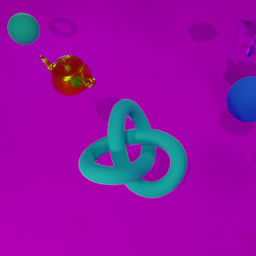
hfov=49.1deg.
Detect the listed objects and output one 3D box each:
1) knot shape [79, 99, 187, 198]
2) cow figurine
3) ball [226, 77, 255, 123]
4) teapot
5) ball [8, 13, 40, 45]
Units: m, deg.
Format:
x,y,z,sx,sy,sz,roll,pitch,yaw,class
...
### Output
x,y,z,sx,sy,sz,roll,pitch,yaw,class
0.100,0.311,5.353,1.959,0.905,1.833,8,60,-14,knot shape
3.460,-2.437,7.396,0.948,1.727,1.699,3,30,-10,cow figurine
2.907,-0.670,6.647,1.086,1.086,1.086,0,56,0,ball
-1.344,-1.238,6.281,1.519,0.744,0.945,24,66,19,teapot
-2.804,-2.662,7.550,0.812,0.812,0.812,0,56,0,ball
